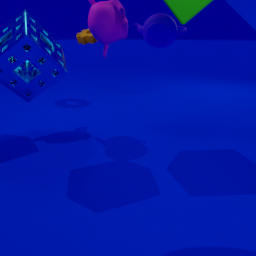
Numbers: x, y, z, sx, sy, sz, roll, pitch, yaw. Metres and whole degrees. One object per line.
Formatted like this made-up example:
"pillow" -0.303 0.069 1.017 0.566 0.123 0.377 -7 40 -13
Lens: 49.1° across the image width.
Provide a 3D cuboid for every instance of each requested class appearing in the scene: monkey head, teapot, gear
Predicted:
"monkey head" -0.559 -2.840 7.621 1.029 1.707 1.228 -16 14 1
"teapot" 0.777 -2.521 7.137 1.411 0.877 0.691 6 46 8
"gear" -1.219 -3.674 10.886 1.564 0.289 1.564 -12 32 7

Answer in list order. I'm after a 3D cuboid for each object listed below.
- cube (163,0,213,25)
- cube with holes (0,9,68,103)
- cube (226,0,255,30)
"cube" 1.067 -2.884 5.249 1.152 1.152 1.152 -37 27 21
"cube with holes" -2.408 -1.685 6.658 1.266 1.266 1.266 -33 47 13
"cube" 3.076 -2.855 5.720 1.327 1.327 1.327 43 48 -3
